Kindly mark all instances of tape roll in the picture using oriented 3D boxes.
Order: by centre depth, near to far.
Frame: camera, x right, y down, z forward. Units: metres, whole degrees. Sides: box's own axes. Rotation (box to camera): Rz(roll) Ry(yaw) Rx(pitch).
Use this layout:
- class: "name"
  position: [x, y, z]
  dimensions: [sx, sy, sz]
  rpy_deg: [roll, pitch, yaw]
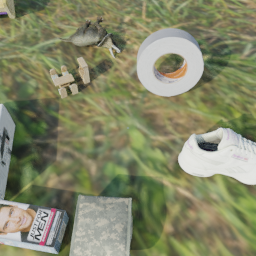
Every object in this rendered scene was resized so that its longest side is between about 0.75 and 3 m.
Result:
- class: "tape roll"
  position: [1.069, -1.658, 7.250]
  dimensions: [1.681, 1.681, 0.555]
  rpy_deg: [2, 41, 2]

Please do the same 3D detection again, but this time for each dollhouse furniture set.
- class: "dollhouse furniture set"
  position: [-1.611, -1.473, 7.817]
  dimensions: [0.977, 0.636, 0.898]
  rpy_deg: [-21, 54, -16]

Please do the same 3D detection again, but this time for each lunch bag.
- class: "lunch bag"
  position: [-0.451, 1.945, 5.064]
  dimensions: [1.051, 0.753, 1.281]
  rpy_deg: [3, 47, 2]

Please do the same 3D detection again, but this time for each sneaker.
- class: "sneaker"
  position: [2.290, 0.566, 5.887]
  dimensions: [2.317, 1.154, 0.868]
  rpy_deg: [2, 48, 0]

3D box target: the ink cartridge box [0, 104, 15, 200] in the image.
- class: "ink cartridge box"
  position: [-3.454, 0.572, 6.042]
  dimensions: [1.555, 0.878, 2.118]
  rpy_deg: [-7, 53, -4]

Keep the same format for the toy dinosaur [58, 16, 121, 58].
- class: "toy dinosaur"
  position: [-1.251, -2.940, 8.864]
  dimensions: [2.151, 0.828, 1.100]
  rpy_deg: [6, 45, 1]

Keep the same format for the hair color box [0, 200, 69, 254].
- class: "hair color box"
  position: [-1.932, 1.861, 5.327]
  dimensions: [1.417, 0.430, 0.701]
  rpy_deg: [7, 53, 6]

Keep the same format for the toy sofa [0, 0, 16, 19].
- class: "toy sofa"
  position: [-5.508, -4.331, 9.901]
  dimensions: [2.794, 1.364, 1.157]
  rpy_deg: [-10, 77, -8]
